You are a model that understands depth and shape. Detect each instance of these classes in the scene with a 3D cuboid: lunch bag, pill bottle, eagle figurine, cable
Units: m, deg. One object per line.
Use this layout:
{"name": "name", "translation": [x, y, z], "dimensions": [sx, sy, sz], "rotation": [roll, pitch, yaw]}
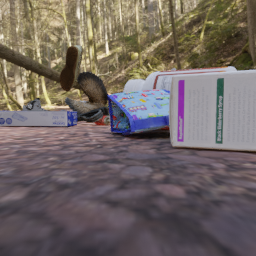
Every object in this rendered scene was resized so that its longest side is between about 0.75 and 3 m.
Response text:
{"name": "lunch bag", "translation": [0.531, -0.321, 6.036], "dimensions": [1.520, 0.950, 2.019], "rotation": [-8, 10, -15]}
{"name": "pill bottle", "translation": [1.450, -0.781, 7.834], "dimensions": [2.991, 1.678, 1.678], "rotation": [2, 4, 26]}
{"name": "eagle figurine", "translation": [-1.751, -1.201, 13.269], "dimensions": [1.864, 1.874, 2.470], "rotation": [-24, -24, 1]}
{"name": "cable", "translation": [-1.600, -0.272, 11.189], "dimensions": [2.980, 0.750, 1.447], "rotation": [-12, 13, 33]}

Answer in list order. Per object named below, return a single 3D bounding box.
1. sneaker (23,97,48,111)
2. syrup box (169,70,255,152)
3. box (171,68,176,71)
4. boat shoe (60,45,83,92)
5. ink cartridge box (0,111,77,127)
{"name": "sneaker", "translation": [-3.932, -0.838, 13.061], "dimensions": [2.040, 1.178, 0.765], "rotation": [-1, 4, -9]}
{"name": "syrup box", "translation": [1.939, -0.231, 3.750], "dimensions": [2.590, 1.055, 1.020], "rotation": [3, 3, 26]}
{"name": "box", "translation": [2.134, -2.104, 12.044], "dimensions": [0.198, 0.748, 0.960], "rotation": [-22, -9, 13]}
{"name": "boat shoe", "translation": [-2.160, -2.317, 11.041], "dimensions": [0.698, 1.904, 0.597], "rotation": [33, 31, 13]}
{"name": "ink cartridge box", "translation": [-3.121, -0.328, 9.767], "dimensions": [2.449, 0.542, 1.151], "rotation": [0, 2, 7]}
